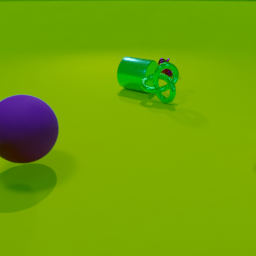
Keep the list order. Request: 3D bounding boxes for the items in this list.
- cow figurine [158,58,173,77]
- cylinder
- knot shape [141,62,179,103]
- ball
[{"bbox_3d":[1.637,-2.528,11.634,1.073,0.589,1.056,36,28,24],"label":"cow figurine"},{"bbox_3d":[0.355,-1.845,9.651,1.096,1.096,1.096,16,31,29],"label":"cylinder"},{"bbox_3d":[0.957,-1.386,8.650,1.150,1.229,0.568,3,-2,19],"label":"knot shape"},{"bbox_3d":[-1.919,0.020,5.147,1.258,1.258,1.258,0,27,0],"label":"ball"}]
